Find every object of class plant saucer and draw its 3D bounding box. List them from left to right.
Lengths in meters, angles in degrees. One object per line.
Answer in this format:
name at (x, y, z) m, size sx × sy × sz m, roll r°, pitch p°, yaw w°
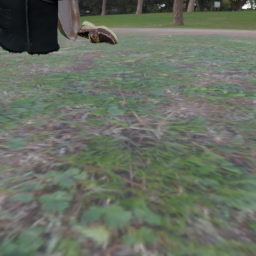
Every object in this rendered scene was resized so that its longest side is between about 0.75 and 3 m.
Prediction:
plant saucer at (-2.271, -4.333, 9.920) m, size 0.394 × 2.456 × 2.456 m, roll -2°, pitch 23°, yaw 9°

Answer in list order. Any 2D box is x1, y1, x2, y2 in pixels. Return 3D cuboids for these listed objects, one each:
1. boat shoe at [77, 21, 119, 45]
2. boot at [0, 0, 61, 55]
boat shoe at (-0.742, -2.171, 6.654) m, size 1.211 × 0.437 × 0.436 m, roll 31°, pitch 75°, yaw 28°
boot at (-1.383, -2.225, 5.127) m, size 2.399 × 1.966 × 0.888 m, roll 2°, pitch 52°, yaw -20°
